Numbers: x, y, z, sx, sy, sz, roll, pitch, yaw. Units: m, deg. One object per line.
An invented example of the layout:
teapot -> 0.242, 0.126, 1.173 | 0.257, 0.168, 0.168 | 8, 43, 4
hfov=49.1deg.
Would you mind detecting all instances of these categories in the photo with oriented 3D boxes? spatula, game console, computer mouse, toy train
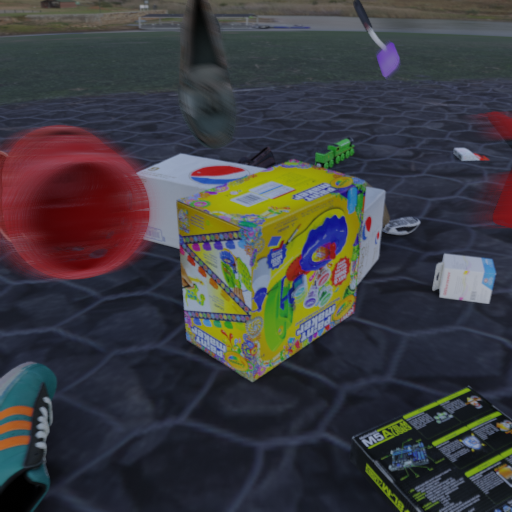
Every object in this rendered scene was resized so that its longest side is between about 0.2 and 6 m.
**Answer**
spatula -> 2.473, -4.623, 11.720 | 0.183, 1.783, 0.504 | -21, -9, -39
game console -> 4.142, -1.245, 8.714 | 1.711, 1.015, 1.474 | 9, 46, -35
computer mouse -> 2.796, -0.532, 11.528 | 1.208, 0.265, 0.663 | -10, 24, -7
toy train -> 2.212, -2.884, 15.642 | 0.401, 0.542, 1.921 | 18, 33, 30

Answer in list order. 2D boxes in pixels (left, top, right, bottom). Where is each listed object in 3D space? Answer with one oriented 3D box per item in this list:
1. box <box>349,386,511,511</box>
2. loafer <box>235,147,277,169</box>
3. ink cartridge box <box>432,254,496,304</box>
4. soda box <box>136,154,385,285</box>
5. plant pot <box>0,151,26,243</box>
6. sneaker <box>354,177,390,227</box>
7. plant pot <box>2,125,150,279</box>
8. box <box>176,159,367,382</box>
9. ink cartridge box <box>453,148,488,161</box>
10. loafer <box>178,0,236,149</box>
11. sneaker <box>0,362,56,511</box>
box -> 2.241, 2.313, 5.961 | 1.818, 0.432, 1.756 | -15, 29, -25
loafer -> -0.234, -2.304, 14.271 | 0.734, 0.643, 2.043 | 0, 18, 39
ink cartridge box -> 3.475, 0.365, 9.446 | 0.911, 0.586, 0.571 | 8, 28, 13
soda box -> -0.029, -0.754, 10.635 | 4.585, 1.460, 1.562 | 15, 31, 26
plant pot -> -4.304, -1.314, 11.586 | 1.817, 1.817, 1.768 | 25, 28, 39
sneaker -> 1.487, -1.015, 11.757 | 1.198, 1.117, 3.171 | -36, 29, -10
plant pot -> -2.191, -0.696, 6.530 | 1.531, 1.531, 1.394 | -16, 36, -27
box -> 0.258, 0.093, 8.137 | 1.445, 2.282, 2.370 | 25, 37, 38
ink cartridge box -> 6.187, -2.922, 16.098 | 0.812, 0.232, 0.660 | -5, 28, -1
loafer -> -0.874, -3.032, 9.080 | 0.918, 2.554, 0.803 | -8, -15, -3
sneaker -> -2.549, 2.145, 5.904 | 1.010, 0.902, 2.527 | 10, 31, 2
